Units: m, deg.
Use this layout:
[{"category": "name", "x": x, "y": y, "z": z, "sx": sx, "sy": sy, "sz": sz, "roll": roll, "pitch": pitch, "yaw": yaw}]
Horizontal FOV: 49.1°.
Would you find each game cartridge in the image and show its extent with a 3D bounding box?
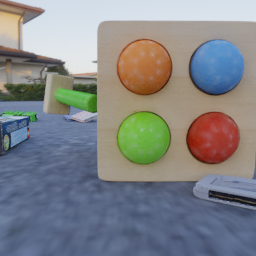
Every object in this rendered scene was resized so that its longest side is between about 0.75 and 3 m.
[{"category": "game cartridge", "x": 1.057, "y": 0.585, "z": 2.604, "sx": 0.764, "sy": 0.156, "sz": 0.508, "roll": 5, "pitch": 12, "yaw": 33}]

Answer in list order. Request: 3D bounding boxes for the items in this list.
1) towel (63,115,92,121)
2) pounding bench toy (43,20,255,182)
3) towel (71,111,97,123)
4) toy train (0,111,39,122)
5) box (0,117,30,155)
[{"category": "towel", "x": -1.995, "y": -0.375, "z": 10.979, "sx": 0.965, "sy": 0.159, "sz": 1.333, "roll": 0, "pitch": 8, "yaw": -21}, {"category": "pounding bench toy", "x": -0.002, "y": -0.357, "z": 3.796, "sx": 2.784, "sy": 1.729, "sz": 2.171, "roll": 0, "pitch": 7, "yaw": -1}, {"category": "towel", "x": -1.508, "y": -0.445, "z": 10.115, "sx": 0.794, "sy": 0.134, "sz": 0.832, "roll": 18, "pitch": 32, "yaw": 40}, {"category": "toy train", "x": -4.094, "y": -0.423, "z": 10.422, "sx": 1.767, "sy": 0.369, "sz": 0.498, "roll": 3, "pitch": 18, "yaw": 26}, {"category": "box", "x": -3.378, "y": 0.102, "z": 5.077, "sx": 2.694, "sy": 0.508, "sz": 1.840, "roll": -1, "pitch": 7, "yaw": -6}]
